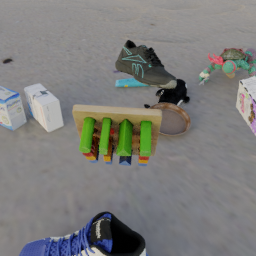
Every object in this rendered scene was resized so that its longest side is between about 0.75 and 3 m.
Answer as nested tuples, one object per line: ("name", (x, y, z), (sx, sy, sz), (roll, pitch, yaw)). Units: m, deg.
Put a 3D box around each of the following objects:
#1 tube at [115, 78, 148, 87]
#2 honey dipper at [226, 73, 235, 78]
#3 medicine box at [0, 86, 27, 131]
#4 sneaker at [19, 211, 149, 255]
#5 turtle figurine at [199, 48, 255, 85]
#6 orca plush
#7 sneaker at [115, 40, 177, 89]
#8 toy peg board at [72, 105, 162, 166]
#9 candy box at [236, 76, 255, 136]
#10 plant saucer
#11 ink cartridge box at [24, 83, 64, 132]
("tube", (0.236, -1.740, 10.638), (1.432, 0.361, 0.555), (-3, 27, 2))
("honey dipper", (4.050, -2.454, 11.637), (0.255, 0.255, 1.341), (-4, 35, -5))
("medicine box", (-3.752, -0.632, 8.533), (1.010, 1.108, 0.571), (20, 42, 24))
("sneaker", (-0.724, 2.035, 4.859), (2.373, 1.370, 0.959), (1, 36, 1))
("turtle figurine", (3.955, -2.304, 10.568), (2.171, 1.460, 2.900), (19, 36, 23))
("orca plush", (1.385, -1.262, 9.588), (2.307, 0.820, 1.214), (-30, 47, -33))
("sneaker", (0.339, -1.296, 5.682), (0.649, 0.683, 1.722), (-1, 27, -43))
("toy peg board", (-0.196, 0.329, 4.889), (1.437, 1.431, 0.703), (4, 58, 2))
("candy box", (2.852, -0.457, 6.247), (0.383, 0.899, 1.072), (-17, 49, 2))
("plant saucer", (1.221, -0.238, 8.592), (1.393, 0.223, 1.393), (4, 48, -4))
("ink cartridge box", (-2.604, -0.640, 8.650), (0.574, 0.978, 1.336), (-27, 45, -31))
